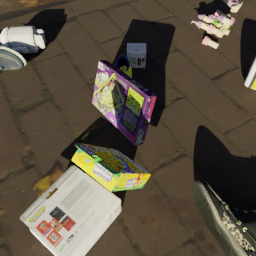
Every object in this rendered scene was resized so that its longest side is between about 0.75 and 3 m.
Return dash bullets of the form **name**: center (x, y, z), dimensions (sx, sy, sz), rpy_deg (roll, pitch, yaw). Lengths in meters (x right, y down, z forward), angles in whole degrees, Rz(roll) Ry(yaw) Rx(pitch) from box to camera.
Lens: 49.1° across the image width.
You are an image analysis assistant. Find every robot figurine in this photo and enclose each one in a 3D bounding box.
- **robot figurine**: center (-4.678, -3.885, 12.328), dimensions (1.999, 1.129, 1.695), rpy_deg (-5, 51, -3)

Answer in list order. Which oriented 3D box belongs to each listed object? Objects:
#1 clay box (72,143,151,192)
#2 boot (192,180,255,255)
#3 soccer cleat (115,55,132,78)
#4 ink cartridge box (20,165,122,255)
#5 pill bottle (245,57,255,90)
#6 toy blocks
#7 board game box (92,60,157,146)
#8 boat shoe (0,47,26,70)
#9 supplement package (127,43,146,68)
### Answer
- **clay box**: center (-0.407, 0.986, 6.996), dimensions (1.294, 2.253, 0.536), rpy_deg (33, 96, 25)
- **boot**: center (3.148, 2.371, 7.835), dimensions (1.929, 0.922, 2.554), rpy_deg (-19, 62, -16)
- **soccer cleat**: center (-0.167, -1.813, 10.846), dimensions (0.799, 1.034, 2.471), rpy_deg (-5, 54, -4)
- **ink cartridge box**: center (-1.535, 2.395, 7.808), dimensions (1.849, 0.883, 2.106), rpy_deg (33, 60, 22)
- **pill bottle**: center (6.036, -1.857, 10.551), dimensions (2.778, 1.556, 1.556), rpy_deg (24, 57, 16)
- **toy blocks**: center (3.906, -4.913, 12.680), dimensions (1.503, 1.786, 1.669), rpy_deg (33, 60, 15)
- **board game box**: center (-0.262, -0.920, 9.238), dimensions (0.465, 1.730, 2.882), rpy_deg (-6, 35, -37)
- **boat shoe**: center (-5.638, -2.794, 11.535), dimensions (2.979, 1.115, 0.921), rpy_deg (15, 53, 12)
- **supplement package**: center (0.357, -3.080, 11.910), dimensions (0.811, 0.848, 0.624), rpy_deg (1, 53, 1)
